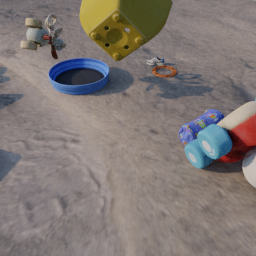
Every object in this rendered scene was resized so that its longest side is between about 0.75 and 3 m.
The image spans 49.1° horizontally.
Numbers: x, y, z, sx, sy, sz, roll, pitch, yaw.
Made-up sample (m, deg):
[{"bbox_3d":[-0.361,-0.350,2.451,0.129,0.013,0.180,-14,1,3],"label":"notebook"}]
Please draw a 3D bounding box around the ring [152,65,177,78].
[{"bbox_3d":[1.556,-2.441,11.955,1.063,0.102,1.063,0,39,0],"label":"ring"}]

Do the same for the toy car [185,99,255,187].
[{"bbox_3d":[3.153,0.749,6.933,2.284,2.192,2.478,-30,76,-14],"label":"toy car"}]

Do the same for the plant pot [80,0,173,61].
[{"bbox_3d":[-0.117,-2.712,6.834,1.748,1.736,1.788,-26,41,37],"label":"plant pot"}]

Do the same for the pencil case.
[{"bbox_3d":[2.234,-0.050,8.496,1.634,0.637,0.709,-28,72,-31],"label":"pencil case"}]

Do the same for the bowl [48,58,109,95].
[{"bbox_3d":[-1.936,-2.092,11.217,2.403,0.472,2.403,0,39,0],"label":"bowl"}]

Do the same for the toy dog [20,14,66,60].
[{"bbox_3d":[-2.579,-2.950,9.266,0.982,1.345,2.040,16,31,17],"label":"toy dog"}]

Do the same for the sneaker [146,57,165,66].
[{"bbox_3d":[1.217,-3.013,12.457,0.858,0.365,0.331,5,39,7],"label":"sneaker"}]
